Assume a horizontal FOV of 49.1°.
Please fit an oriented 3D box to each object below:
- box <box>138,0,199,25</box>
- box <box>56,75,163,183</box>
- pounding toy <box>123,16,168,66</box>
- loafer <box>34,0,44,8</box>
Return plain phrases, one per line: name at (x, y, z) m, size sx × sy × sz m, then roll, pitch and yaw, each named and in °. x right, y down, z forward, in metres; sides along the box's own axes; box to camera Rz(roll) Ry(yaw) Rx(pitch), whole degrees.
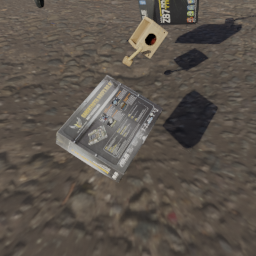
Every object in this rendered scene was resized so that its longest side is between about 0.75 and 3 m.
box at (1.212, -4.085, 8.396) m, size 1.870 × 2.320 × 0.570 m, roll 5°, pitch 69°, yaw 12°
box at (-0.243, -0.040, 4.349) m, size 1.119 × 0.342 × 1.413 m, roll 31°, pitch 56°, yaw 4°
pounding toy at (0.445, -2.151, 7.470) m, size 0.601 × 1.313 × 1.153 m, roll 28°, pitch 20°, yaw -26°
loafer at (-2.400, -3.855, 7.693) m, size 0.379 × 1.080 × 0.367 m, roll 12°, pitch 37°, yaw 6°
